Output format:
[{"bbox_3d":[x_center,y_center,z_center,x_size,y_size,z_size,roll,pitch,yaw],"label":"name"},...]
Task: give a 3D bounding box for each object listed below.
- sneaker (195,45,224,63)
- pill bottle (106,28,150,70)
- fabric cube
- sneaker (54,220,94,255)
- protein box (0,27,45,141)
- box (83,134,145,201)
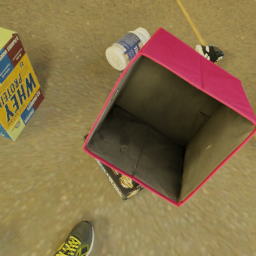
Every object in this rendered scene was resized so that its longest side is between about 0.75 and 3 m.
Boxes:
[{"bbox_3d":[2.621,-2.071,8.684,0.804,0.525,1.437,-4,58,-1],"label":"sneaker"},{"bbox_3d":[0.042,-2.524,8.798,0.790,0.790,1.424,36,66,19],"label":"pill bottle"},{"bbox_3d":[0.684,-0.281,4.748,1.911,1.874,1.904,31,32,-4],"label":"fabric cube"},{"bbox_3d":[-1.203,2.657,5.782,0.593,0.673,1.592,22,61,12],"label":"sneaker"},{"bbox_3d":[-3.831,-1.254,7.090,2.394,2.412,1.627,19,61,11],"label":"protein box"},{"bbox_3d":[0.146,0.535,7.167,1.906,0.477,1.921,-31,64,-17],"label":"box"}]
